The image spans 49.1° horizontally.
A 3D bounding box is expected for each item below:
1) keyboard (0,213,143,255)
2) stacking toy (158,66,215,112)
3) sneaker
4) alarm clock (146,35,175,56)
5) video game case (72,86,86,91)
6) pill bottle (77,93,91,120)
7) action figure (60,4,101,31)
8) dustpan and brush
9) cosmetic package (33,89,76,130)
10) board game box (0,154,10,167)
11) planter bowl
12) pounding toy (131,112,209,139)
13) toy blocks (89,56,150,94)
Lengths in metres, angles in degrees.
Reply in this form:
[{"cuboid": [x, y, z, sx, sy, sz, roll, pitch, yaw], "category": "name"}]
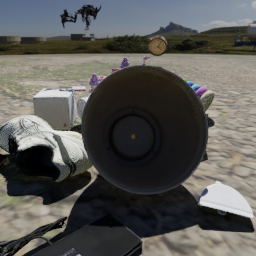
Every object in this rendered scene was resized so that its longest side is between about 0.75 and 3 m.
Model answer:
[{"cuboid": [-0.959, 1.749, 3.842, 2.147, 0.221, 1.364, -16, 30, -41], "category": "keyboard"}, {"cuboid": [1.945, -1.568, 10.822, 2.662, 1.137, 1.137, 39, 35, 23], "category": "stacking toy"}, {"cuboid": [-2.229, 0.434, 6.401, 2.901, 1.097, 1.272, 9, 21, 28], "category": "sneaker"}, {"cuboid": [1.332, -3.373, 11.506, 1.172, 0.791, 0.390, 10, 41, 5], "category": "alarm clock"}, {"cuboid": [-2.844, -2.279, 16.153, 0.738, 0.090, 1.032, -4, 19, -12], "category": "video game case"}, {"cuboid": [-0.804, -0.821, 10.132, 1.975, 1.106, 1.106, -14, 23, -38], "category": "pill bottle"}, {"cuboid": [-1.798, -4.418, 11.146, 1.641, 0.837, 0.975, -10, 44, 3], "category": "action figure"}, {"cuboid": [1.748, 1.256, 5.227, 0.917, 0.376, 1.314, 13, 27, 9], "category": "dustpan and brush"}, {"cuboid": [-2.455, -0.663, 9.597, 1.153, 1.146, 1.378, 0, 19, -2], "category": "cosmetic package"}, {"cuboid": [-3.965, 0.732, 6.897, 1.994, 0.234, 1.045, 12, 24, 33], "category": "board game box"}, {"cuboid": [0.219, 0.098, 5.958, 2.425, 2.425, 1.632, -4, -7, -10], "category": "planter bowl"}, {"cuboid": [0.527, -0.104, 7.910, 2.519, 1.152, 2.213, -10, 21, -28], "category": "pounding toy"}, {"cuboid": [-0.255, -1.872, 11.617, 2.412, 2.172, 2.580, 2, 19, 8], "category": "toy blocks"}]
